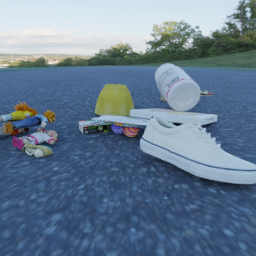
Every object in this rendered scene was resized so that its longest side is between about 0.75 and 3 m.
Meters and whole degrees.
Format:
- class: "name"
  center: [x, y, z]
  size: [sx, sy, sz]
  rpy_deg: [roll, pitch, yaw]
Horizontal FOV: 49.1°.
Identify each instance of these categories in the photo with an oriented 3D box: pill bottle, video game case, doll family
- class: "pill bottle"
  center: [1.922, -1.748, 11.433]
  size: [1.297, 1.297, 2.288]
  rpy_deg: [-3, 32, -10]
- class: "video game case"
  center: [1.741, -0.455, 10.337]
  size: [2.581, 0.295, 2.349]
  rpy_deg: [8, 8, 29]
- class: "doll family"
  center: [-3.075, -0.191, 8.505]
  size: [2.452, 1.105, 1.522]
  rpy_deg: [13, 20, 38]

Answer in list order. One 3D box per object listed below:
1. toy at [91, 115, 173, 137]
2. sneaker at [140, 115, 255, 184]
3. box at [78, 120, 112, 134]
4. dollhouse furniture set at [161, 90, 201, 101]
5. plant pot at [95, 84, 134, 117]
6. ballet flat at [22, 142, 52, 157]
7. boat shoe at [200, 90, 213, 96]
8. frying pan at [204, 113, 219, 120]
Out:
- class: "toy"
  center: [0.182, -0.024, 8.840]
  size: [2.403, 0.567, 1.384]
  rpy_deg: [3, 7, 11]
- class: "sneaker"
  center: [1.476, 0.395, 6.217]
  size: [2.832, 1.003, 1.034]
  rpy_deg: [18, 13, 34]
- class: "box"
  center: [-0.892, -0.090, 9.723]
  size: [1.531, 0.266, 0.843]
  rpy_deg: [-6, 17, -20]
- class: "dollhouse furniture set"
  center: [2.849, -1.976, 15.143]
  size: [1.986, 1.029, 0.879]
  rpy_deg: [-6, 15, -22]
- class: "plant pot"
  center: [-0.548, -1.221, 11.882]
  size: [1.709, 1.213, 1.709]
  rpy_deg: [2, 14, -1]
- class: "ballet flat"
  center: [-2.370, 0.602, 7.248]
  size: [0.957, 0.338, 0.338]
  rpy_deg: [10, 18, 31]
- class: "boat shoe"
  center: [4.642, -2.129, 16.965]
  size: [1.071, 0.335, 0.381]
  rpy_deg: [6, 15, 16]
- class: "frying pan"
  center: [3.193, -0.526, 11.520]
  size: [0.730, 0.196, 1.206]
  rpy_deg: [-9, 21, -30]
